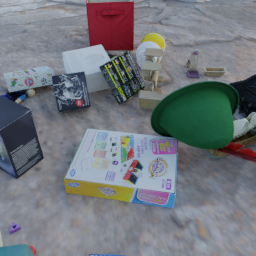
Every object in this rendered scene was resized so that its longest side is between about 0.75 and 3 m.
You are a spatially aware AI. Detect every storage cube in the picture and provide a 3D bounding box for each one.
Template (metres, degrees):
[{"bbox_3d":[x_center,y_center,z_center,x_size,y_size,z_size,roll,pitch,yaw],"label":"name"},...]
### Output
[{"bbox_3d":[-0.985,-5.915,15.390,2.450,2.577,2.866,-5,38,-6],"label":"storage cube"}]

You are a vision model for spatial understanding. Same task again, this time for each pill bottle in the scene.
[{"bbox_3d":[1.106,-3.772,13.731,1.264,1.264,2.256,9,39,11],"label":"pill bottle"}]

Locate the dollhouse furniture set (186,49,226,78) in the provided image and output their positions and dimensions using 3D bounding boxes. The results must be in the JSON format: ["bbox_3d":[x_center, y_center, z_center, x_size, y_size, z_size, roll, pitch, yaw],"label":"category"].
[{"bbox_3d":[3.653,-3.172,12.992,1.742,1.237,1.380,2,38,3],"label":"dollhouse furniture set"}]

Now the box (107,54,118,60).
[{"bbox_3d":[-0.855,-3.065,13.560,1.514,0.372,1.568,16,41,23],"label":"box"}]

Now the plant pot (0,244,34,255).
[{"bbox_3d":[-2.360,3.635,3.866,2.083,2.084,2.949,-6,43,-7],"label":"plant pot"}]

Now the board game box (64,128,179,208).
[{"bbox_3d":[-0.067,1.049,8.165,2.952,0.595,2.259,7,39,8],"label":"board game box"}]

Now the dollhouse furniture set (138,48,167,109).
[{"bbox_3d":[1.218,-1.759,10.873,1.279,1.806,1.966,7,67,11],"label":"dollhouse furniture set"}]

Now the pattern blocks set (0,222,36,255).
[{"bbox_3d":[-3.302,2.862,6.171,2.070,0.168,1.819,-31,45,-32],"label":"pattern blocks set"}]

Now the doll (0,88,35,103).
[{"bbox_3d":[-4.606,-1.248,11.209,1.768,0.428,1.206,-16,31,-29],"label":"doll"}]

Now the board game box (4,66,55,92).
[{"bbox_3d":[-4.180,-2.108,11.884,1.894,0.609,1.397,-15,25,-22],"label":"board game box"}]

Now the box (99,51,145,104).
[{"bbox_3d":[-0.168,-2.050,11.314,0.401,1.686,1.628,-10,24,49],"label":"box"}]

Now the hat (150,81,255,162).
[{"bbox_3d":[2.241,0.474,7.374,2.991,2.477,2.633,-27,50,23],"label":"hat"}]

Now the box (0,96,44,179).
[{"bbox_3d":[-3.694,0.178,8.238,1.895,1.880,1.168,21,43,26],"label":"box"}]

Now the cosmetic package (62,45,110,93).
[{"bbox_3d":[-1.683,-2.485,11.977,1.782,1.096,1.777,-15,53,-17],"label":"cosmetic package"}]

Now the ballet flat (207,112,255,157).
[{"bbox_3d":[3.754,0.057,9.057,2.864,1.036,0.971,-17,48,-21],"label":"ballet flat"}]

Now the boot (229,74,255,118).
[{"bbox_3d":[5.124,-1.231,10.861,2.338,0.865,1.915,-16,40,-12],"label":"boot"}]

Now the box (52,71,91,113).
[{"bbox_3d":[-2.121,-1.327,10.488,1.219,1.339,0.697,-11,3,-12],"label":"box"}]

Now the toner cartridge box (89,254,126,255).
[{"bbox_3d":[-0.466,2.973,6.081,0.821,0.177,0.390,1,38,1],"label":"toner cartridge box"}]
